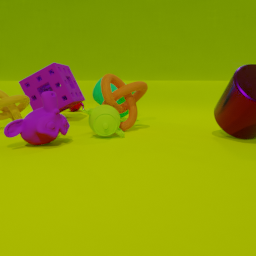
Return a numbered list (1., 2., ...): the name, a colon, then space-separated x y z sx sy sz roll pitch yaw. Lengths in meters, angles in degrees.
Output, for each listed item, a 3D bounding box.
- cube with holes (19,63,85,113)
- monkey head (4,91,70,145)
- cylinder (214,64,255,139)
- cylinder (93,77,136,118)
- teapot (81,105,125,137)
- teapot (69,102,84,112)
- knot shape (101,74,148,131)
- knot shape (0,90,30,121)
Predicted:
1. cube with holes: -2.589 -1.276 9.798 1.397 1.397 1.397 -25 4 10
2. monkey head: -1.901 -0.208 6.195 0.957 1.142 1.587 -4 7 27
3. cylinder: 2.884 -0.602 6.636 1.301 1.301 1.301 4 55 -5
4. cylinder: -0.426 -1.040 9.217 1.080 1.080 1.080 41 31 27
5. teapot: -0.599 -0.165 6.824 1.277 0.794 0.625 34 13 -19
6. teapot: -2.319 -0.981 12.043 1.193 0.584 0.742 8 -16 15
7. knot shape: -0.232 -0.811 7.546 0.736 1.592 1.490 27 -12 47
8. knot shape: -3.329 -0.487 7.857 1.362 1.274 0.629 -3 50 13
